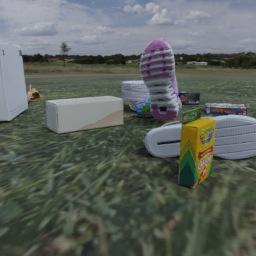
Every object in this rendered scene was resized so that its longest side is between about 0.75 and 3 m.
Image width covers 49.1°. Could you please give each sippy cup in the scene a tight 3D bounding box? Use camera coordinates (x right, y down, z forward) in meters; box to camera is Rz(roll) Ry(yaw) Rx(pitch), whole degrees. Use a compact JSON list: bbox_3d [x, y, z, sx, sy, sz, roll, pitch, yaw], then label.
[{"bbox_3d":[0.699,-0.775,10.845,0.785,1.072,0.841,-13,57,6],"label":"sippy cup"}]

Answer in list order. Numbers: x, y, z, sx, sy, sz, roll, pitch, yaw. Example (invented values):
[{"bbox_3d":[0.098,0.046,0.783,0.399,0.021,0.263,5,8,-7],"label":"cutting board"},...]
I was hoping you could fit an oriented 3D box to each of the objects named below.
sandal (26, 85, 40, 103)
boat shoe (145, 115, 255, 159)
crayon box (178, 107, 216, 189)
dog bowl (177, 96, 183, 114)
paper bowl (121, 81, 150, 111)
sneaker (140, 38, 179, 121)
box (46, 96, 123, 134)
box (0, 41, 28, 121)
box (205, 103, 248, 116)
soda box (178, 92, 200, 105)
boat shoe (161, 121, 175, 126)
[{"bbox_3d":[-5.107,-1.668,15.033,0.769,0.858,2.339,25,11,-23],"label":"sandal"},{"bbox_3d":[1.790,0.109,6.543,2.788,1.005,0.989,0,17,6],"label":"boat shoe"},{"bbox_3d":[1.253,0.323,5.038,0.333,1.310,0.832,10,18,36],"label":"crayon box"},{"bbox_3d":[1.545,-0.888,10.794,1.059,1.059,0.390,12,37,40],"label":"dog bowl"},{"bbox_3d":[0.926,-1.432,12.376,2.427,1.262,2.427,-1,12,0],"label":"paper bowl"},{"bbox_3d":[1.126,-1.626,9.141,1.093,2.718,1.201,2,36,21],"label":"sneaker"},{"bbox_3d":[-1.406,-0.499,9.276,2.351,0.914,1.116,-8,16,-31],"label":"box"},{"bbox_3d":[-5.219,-1.819,10.733,1.835,2.807,2.793,-4,14,-5],"label":"box"},{"bbox_3d":[4.099,-0.805,11.862,1.636,0.308,1.117,3,14,13],"label":"box"},{"bbox_3d":[2.731,-1.513,14.147,1.712,0.606,0.542,2,11,6],"label":"soda box"},{"bbox_3d":[1.555,0.093,7.615,1.733,0.624,0.585,0,7,-28],"label":"boat shoe"}]
